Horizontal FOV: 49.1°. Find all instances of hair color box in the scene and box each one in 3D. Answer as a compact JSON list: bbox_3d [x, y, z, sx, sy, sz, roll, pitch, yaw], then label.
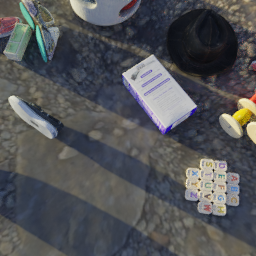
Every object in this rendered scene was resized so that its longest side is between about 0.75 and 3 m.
[{"bbox_3d":[0.974,-1.093,9.070,1.255,0.744,2.297,-34,76,-10],"label":"hair color box"}]

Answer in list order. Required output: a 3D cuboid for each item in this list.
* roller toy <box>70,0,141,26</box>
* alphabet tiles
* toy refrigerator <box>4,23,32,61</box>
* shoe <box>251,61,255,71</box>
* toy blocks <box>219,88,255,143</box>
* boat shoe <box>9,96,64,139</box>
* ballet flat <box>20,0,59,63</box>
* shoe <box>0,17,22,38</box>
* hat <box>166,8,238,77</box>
[{"bbox_3d":[-0.793,-5.233,9.771,2.943,2.057,2.685,-7,71,-2],"label":"roller toy"},{"bbox_3d":[2.548,1.759,8.422,1.592,0.119,1.627,8,71,2],"label":"alphabet tiles"},{"bbox_3d":[-3.870,-3.049,9.881,0.484,0.446,1.276,13,72,4],"label":"toy refrigerator"},{"bbox_3d":[4.602,-1.859,9.519,1.002,0.358,0.456,33,68,6],"label":"shoe"},{"bbox_3d":[4.315,-0.605,8.343,2.471,2.060,0.897,-37,116,-12],"label":"toy blocks"},{"bbox_3d":[-2.923,-0.421,8.937,2.005,0.688,0.568,37,56,10],"label":"boat shoe"},{"bbox_3d":[-2.938,-3.512,9.833,0.954,0.954,2.654,-25,74,-8],"label":"ballet flat"},{"bbox_3d":[-4.691,-3.657,9.903,1.739,0.791,0.621,-24,73,-8],"label":"shoe"},{"bbox_3d":[2.640,-3.218,9.585,2.836,1.144,2.836,0,71,1],"label":"hat"}]
